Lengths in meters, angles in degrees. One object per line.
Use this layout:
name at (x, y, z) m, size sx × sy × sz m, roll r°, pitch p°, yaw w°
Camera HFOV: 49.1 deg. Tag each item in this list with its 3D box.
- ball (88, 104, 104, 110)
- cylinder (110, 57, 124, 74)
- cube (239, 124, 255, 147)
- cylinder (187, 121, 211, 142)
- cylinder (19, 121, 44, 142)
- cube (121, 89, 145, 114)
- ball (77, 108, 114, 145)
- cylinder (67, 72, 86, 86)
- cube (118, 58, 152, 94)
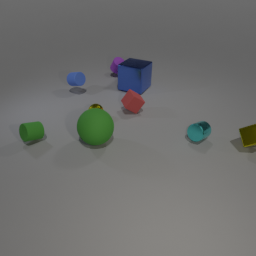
ball at (-1.421, -0.734, 12.402) m, size 0.700 × 0.700 × 0.700 m, roll 0°, pitch 32°, yaw 0°
cylinder at (-0.607, -3.651, 16.318) m, size 0.700 × 0.700 × 0.700 m, roll 11°, pitch 59°, yaw -19°
cube at (4.587, 0.280, 10.229) m, size 0.700 × 0.700 × 0.700 m, roll -21°, pitch -17°, yaw 37°
cylinder at (2.776, 0.118, 10.904) m, size 0.700 × 0.700 × 0.700 m, roll 25°, pitch 27°, yaw 34°
cylinder at (-3.712, 0.127, 10.803) m, size 0.700 × 0.700 × 0.700 m, roll 28°, pitch 26°, yaw 37°
cube at (0.224, -1.213, 12.797) m, size 0.700 × 0.700 × 0.700 m, roll 25°, pitch 23°, yaw -34°
ball at (-1.226, -0.051, 10.576) m, size 1.400 × 1.400 × 1.400 m, roll 0°, pitch 32°, yaw 0°
cylinder at (-2.649, -2.496, 14.302) m, size 0.700 × 0.700 × 0.700 m, roll 7°, pitch 29°, yaw 43°
cube at (0.375, -2.806, 14.982) m, size 1.400 × 1.400 × 1.400 m, roll 15°, pitch 33°, yaw 22°
